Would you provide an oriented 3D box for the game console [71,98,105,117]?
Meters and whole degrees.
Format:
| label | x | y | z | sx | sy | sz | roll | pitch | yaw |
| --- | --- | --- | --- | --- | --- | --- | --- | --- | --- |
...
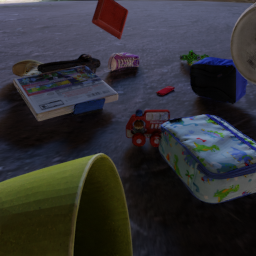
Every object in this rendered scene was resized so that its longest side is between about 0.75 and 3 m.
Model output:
| label | x | y | z | sx | sy | sz | roll | pitch | yaw |
| --- | --- | --- | --- | --- | --- | --- | --- | --- | --- |
| game console | -1.319 | -0.764 | 8.907 | 1.006 | 0.595 | 0.859 | -14 | 34 | -24 |

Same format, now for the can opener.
| label | x | y | z | sx | sy | sz | roll | pitch | yaw |
| --- | --- | --- | --- | --- | --- | --- | --- | --- | --- |
| can opener | -2.224 | -2.393 | 11.057 | 2.643 | 1.039 | 0.838 | -16 | 26 | -42 |

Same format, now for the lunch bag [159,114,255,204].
| label | x | y | z | sx | sy | sz | roll | pitch | yaw |
| --- | --- | --- | --- | --- | --- | --- | --- | --- | --- |
| lunch bag | 1.876 | 0.532 | 6.301 | 1.836 | 0.941 | 2.284 | -8 | 31 | -19 |

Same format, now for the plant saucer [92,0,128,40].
| label | x | y | z | sx | sy | sz | roll | pitch | yaw |
| --- | --- | --- | --- | --- | --- | --- | --- | --- | --- |
| plant saucer | -0.583 | -4.157 | 10.346 | 1.298 | 1.295 | 0.238 | 22 | -15 | -31 |

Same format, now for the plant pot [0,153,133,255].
| label | x | y | z | sx | sy | sz | roll | pitch | yaw |
| --- | --- | --- | --- | --- | --- | --- | --- | --- | --- |
| plant pot | -1.400 | 1.634 | 3.286 | 2.543 | 2.379 | 2.379 | -8 | 28 | 10 |

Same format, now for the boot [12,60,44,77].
| label | x | y | z | sx | sy | sz | roll | pitch | yaw |
| --- | --- | --- | --- | --- | --- | --- | --- | --- | --- |
| boot | -3.878 | -2.066 | 11.063 | 2.130 | 0.768 | 1.647 | 7 | 31 | 8 |

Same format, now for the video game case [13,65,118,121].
| label | x | y | z | sx | sy | sz | roll | pitch | yaw |
| --- | --- | --- | --- | --- | --- | --- | --- | --- | --- |
| video game case | -2.141 | -1.309 | 9.524 | 2.767 | 0.318 | 2.522 | -19 | 43 | -28 |

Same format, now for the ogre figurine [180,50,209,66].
| label | x | y | z | sx | sy | sz | roll | pitch | yaw |
| --- | --- | --- | --- | --- | --- | --- | --- | --- | --- |
| ogre figurine | 3.085 | -3.407 | 13.521 | 1.424 | 0.699 | 0.854 | 30 | 27 | 23 |

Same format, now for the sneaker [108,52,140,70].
| label | x | y | z | sx | sy | sz | roll | pitch | yaw |
| --- | --- | --- | --- | --- | --- | --- | --- | --- | --- |
| sneaker | -0.090 | -3.089 | 12.953 | 1.116 | 0.709 | 1.957 | 17 | 34 | 22 |

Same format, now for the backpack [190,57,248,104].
| label | x | y | z | sx | sy | sz | roll | pitch | yaw |
| --- | --- | --- | --- | --- | --- | --- | --- | --- | --- |
| backpack | 3.179 | -1.737 | 9.836 | 1.789 | 1.454 | 1.501 | 14 | 33 | 40 |

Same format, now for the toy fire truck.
| label | x | y | z | sx | sy | sz | roll | pitch | yaw |
| --- | --- | --- | --- | --- | --- | --- | --- | --- | --- |
| toy fire truck | 0.505 | -0.066 | 7.305 | 1.127 | 0.946 | 0.632 | 1 | 29 | 2 |

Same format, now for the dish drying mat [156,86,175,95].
| label | x | y | z | sx | sy | sz | roll | pitch | yaw |
| --- | --- | --- | --- | --- | --- | --- | --- | --- | --- |
| dish drying mat | 1.428 | -1.429 | 10.613 | 0.324 | 0.077 | 0.844 | 23 | 37 | 33 |

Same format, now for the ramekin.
| label | x | y | z | sx | sy | sz | roll | pitch | yaw |
| --- | --- | --- | --- | --- | --- | --- | --- | --- | --- |
| ramekin | 2.165 | -1.234 | 4.034 | 0.729 | 1.388 | 1.388 | -21 | 35 | -28 |
